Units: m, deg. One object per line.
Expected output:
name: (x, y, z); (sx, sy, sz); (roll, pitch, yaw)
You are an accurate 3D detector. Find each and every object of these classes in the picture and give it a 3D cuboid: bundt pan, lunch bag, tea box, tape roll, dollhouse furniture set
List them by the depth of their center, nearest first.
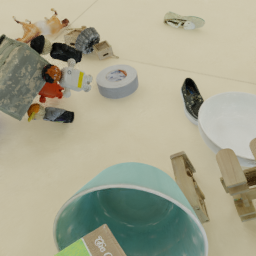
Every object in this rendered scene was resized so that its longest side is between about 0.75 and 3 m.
tea box: (-0.834, 3.172, 3.587); (2.733, 2.778, 1.856); (-29, 52, -19)
dollhouse furniture set: (2.246, 1.092, 6.348); (2.193, 1.922, 1.457); (-22, 45, 17)
lunch bag: (-3.446, -1.543, 7.916); (2.242, 1.318, 1.839); (28, 83, 40)
tape roll: (-0.369, -1.639, 9.782); (1.444, 0.477, 1.444); (-6, 44, 6)
bundt pan: (-1.569, -3.457, 11.285); (1.150, 1.150, 0.431); (-36, 72, -30)

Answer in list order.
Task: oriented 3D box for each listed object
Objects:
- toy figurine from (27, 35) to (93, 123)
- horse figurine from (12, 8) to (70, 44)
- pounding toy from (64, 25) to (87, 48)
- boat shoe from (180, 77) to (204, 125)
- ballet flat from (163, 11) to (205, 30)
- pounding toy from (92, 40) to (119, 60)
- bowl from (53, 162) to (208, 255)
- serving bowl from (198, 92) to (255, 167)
toy figurine: (-2.270, -1.369, 8.331); (1.535, 2.207, 2.173); (11, 40, -36)
horse figurine: (-3.864, -4.583, 12.571); (2.824, 0.705, 1.872); (-19, 53, -20)
pounding toy: (-2.136, -3.884, 12.014); (1.213, 0.632, 1.380); (14, 40, 19)
boat shoe: (2.126, -0.899, 9.148); (0.670, 0.553, 1.954); (-6, 46, -6)
ballet flat: (2.574, -4.887, 13.074); (2.006, 0.677, 0.625); (23, 78, 26)
pounding toy: (-0.898, -3.098, 11.363); (0.790, 0.562, 0.727); (-25, 49, -9)
bowl: (0.092, 1.731, 5.441); (2.716, 2.716, 1.421); (6, 30, 6)
serving bowl: (3.253, 0.106, 7.962); (2.640, 0.868, 2.640); (0, 47, 0)
